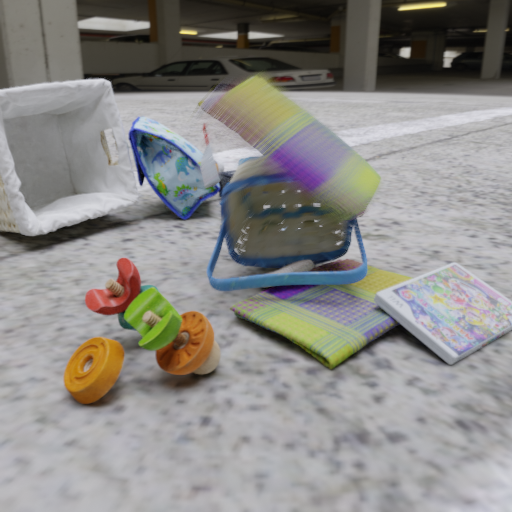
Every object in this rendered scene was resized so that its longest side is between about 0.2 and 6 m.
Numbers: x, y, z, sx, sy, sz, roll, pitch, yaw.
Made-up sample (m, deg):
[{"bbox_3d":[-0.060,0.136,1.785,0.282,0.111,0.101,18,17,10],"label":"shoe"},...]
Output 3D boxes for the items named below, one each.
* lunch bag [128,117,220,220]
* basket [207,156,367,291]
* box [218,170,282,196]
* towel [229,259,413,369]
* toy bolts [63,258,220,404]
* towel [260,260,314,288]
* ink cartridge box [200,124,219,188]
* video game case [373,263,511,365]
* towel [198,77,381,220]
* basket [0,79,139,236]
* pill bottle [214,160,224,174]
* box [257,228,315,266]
[{"bbox_3d":[-2.100,-2.240,13.335,1.503,2.359,2.006,-39,21,7],"label":"lunch bag"},{"bbox_3d":[0.544,-0.487,9.037,2.364,1.865,2.681,-2,37,9],"label":"basket"},{"bbox_3d":[-0.164,-1.876,14.797,1.283,0.668,1.169,-15,24,-33],"label":"box"},{"bbox_3d":[1.306,0.719,8.469,2.895,0.330,2.079,-20,29,-41],"label":"towel"},{"bbox_3d":[-1.436,1.082,7.046,1.713,1.244,1.793,-43,39,1],"label":"toy bolts"},{"bbox_3d":[0.439,0.277,8.963,0.797,0.207,1.203,-23,0,-9],"label":"towel"},{"bbox_3d":[-0.886,-1.718,9.704,0.292,1.023,0.831,-19,6,-6],"label":"ink cartridge box"},{"bbox_3d":[2.815,0.744,8.012,1.941,0.175,1.390,-16,44,-36],"label":"video game case"},{"bbox_3d":[0.624,-1.712,8.487,2.780,0.317,1.997,37,34,1],"label":"towel"},{"bbox_3d":[-4.524,-2.079,12.057,2.291,2.823,2.849,0,18,42],"label":"basket"},{"bbox_3d":[-1.455,-2.633,17.027,0.930,0.508,0.508,-15,25,-32],"label":"pill bottle"},{"bbox_3d":[0.601,-0.202,10.529,1.102,0.559,0.620,3,21,10],"label":"box"}]
